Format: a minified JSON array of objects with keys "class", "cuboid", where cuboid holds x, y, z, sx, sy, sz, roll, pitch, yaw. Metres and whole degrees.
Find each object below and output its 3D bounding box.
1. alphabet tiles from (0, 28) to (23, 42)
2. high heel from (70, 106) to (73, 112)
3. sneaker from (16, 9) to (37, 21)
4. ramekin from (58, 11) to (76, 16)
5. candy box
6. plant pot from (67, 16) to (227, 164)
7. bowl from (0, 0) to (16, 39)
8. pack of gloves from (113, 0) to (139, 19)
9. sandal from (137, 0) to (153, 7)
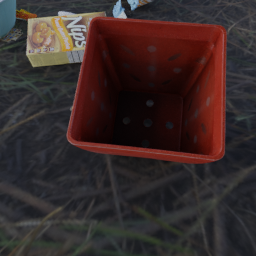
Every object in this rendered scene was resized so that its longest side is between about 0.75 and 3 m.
[{"class":"alphabet tiles","cuboid":[-4.448,-3.477,10.391,0.972,0.031,0.809,15,52,12]},{"class":"high heel","cuboid":[-0.488,-0.558,7.578,1.874,0.669,1.336,-24,48,-29]},{"class":"sneaker","cuboid":[-4.036,-4.435,10.958,0.941,0.363,0.343,7,50,4]},{"class":"ramekin","cuboid":[-2.032,-3.826,10.128,1.034,0.482,1.034,11,12,-2]},{"class":"candy box","cuboid":[-1.935,-2.925,9.228,2.581,0.714,1.490,-7,68,-1]},{"class":"plant pot","cuboid":[0.479,-0.491,6.186,2.683,2.365,2.681,6,72,5]},{"class":"bowl","cuboid":[-5.233,-4.135,9.923,2.933,1.534,2.933,-1,52,1]},{"class":"pack of gloves","cuboid":[-0.009,-4.695,10.813,0.320,1.360,1.619,23,40,-37]},{"class":"sandal","cuboid":[0.328,-5.476,11.578,2.972,0.852,1.139,17,29,39]}]
